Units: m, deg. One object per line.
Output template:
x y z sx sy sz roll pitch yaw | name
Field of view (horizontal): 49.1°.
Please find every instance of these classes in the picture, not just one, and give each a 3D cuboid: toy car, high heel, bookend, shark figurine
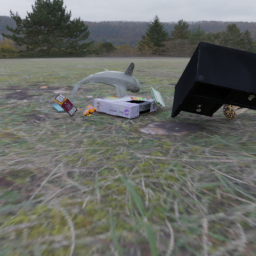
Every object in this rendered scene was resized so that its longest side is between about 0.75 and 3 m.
-1.399 -0.554 9.427 0.464 0.315 0.946 -23 3 -27 | toy car
3.964 -0.790 9.492 1.233 0.618 1.730 -15 7 39 | high heel
3.023 -1.105 8.685 2.729 1.265 2.747 11 -19 -3 | bookend
-0.728 -1.621 10.930 3.020 1.260 1.804 -3 -24 -16 | shark figurine

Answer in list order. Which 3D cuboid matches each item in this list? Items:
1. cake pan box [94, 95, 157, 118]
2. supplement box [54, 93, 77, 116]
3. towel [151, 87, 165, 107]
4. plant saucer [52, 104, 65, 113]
-0.063 -0.846 10.540 1.870 0.489 1.722 14 23 36 | cake pan box
-2.128 -0.793 9.608 0.417 0.756 0.324 32 76 35 | supplement box
1.139 -1.165 10.639 0.105 0.685 0.898 -26 -16 21 | towel
-2.651 -0.779 10.988 0.415 0.113 1.186 -8 20 -26 | plant saucer
